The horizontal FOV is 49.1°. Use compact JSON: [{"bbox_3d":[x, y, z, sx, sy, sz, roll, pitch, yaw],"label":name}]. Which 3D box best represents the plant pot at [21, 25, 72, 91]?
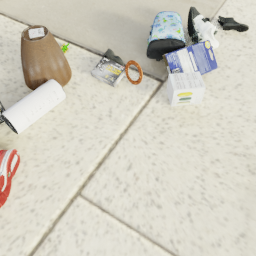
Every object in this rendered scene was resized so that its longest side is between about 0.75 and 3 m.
[{"bbox_3d":[-3.568,-3.011,11.676,2.106,2.254,2.106,0,53,0],"label":"plant pot"}]

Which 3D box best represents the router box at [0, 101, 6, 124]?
[{"bbox_3d":[-5.543,-0.762,9.958,1.849,2.352,0.614,-32,60,-21],"label":"router box"}]

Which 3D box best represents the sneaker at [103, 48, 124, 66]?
[{"bbox_3d":[-0.665,-3.126,12.934,0.557,0.466,1.228,-44,66,-6],"label":"sneaker"}]

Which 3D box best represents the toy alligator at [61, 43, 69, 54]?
[{"bbox_3d":[-3.167,-3.693,13.407,0.302,0.330,1.113,-11,41,46],"label":"toy alligator"}]

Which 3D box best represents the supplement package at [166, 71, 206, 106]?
[{"bbox_3d":[2.325,-1.585,11.420,1.276,0.969,0.961,-6,54,-4],"label":"supplement package"}]

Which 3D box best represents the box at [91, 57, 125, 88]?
[{"bbox_3d":[-0.844,-2.482,12.373,1.286,0.311,1.018,30,70,19],"label":"box"}]

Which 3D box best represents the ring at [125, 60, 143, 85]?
[{"bbox_3d":[0.178,-1.896,9.639,0.083,0.867,0.867,-25,56,-35],"label":"ring"}]

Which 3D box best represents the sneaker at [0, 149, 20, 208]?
[{"bbox_3d":[-4.639,1.748,9.161,1.437,0.975,2.488,0,41,10],"label":"sneaker"}]

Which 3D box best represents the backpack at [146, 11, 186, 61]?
[{"bbox_3d":[1.846,-4.408,13.239,1.863,1.756,2.283,2,40,13],"label":"backpack"}]

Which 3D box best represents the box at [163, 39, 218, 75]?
[{"bbox_3d":[2.766,-2.873,12.264,2.308,0.374,1.398,-22,98,-15],"label":"box"}]

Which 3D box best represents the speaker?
[{"bbox_3d":[-3.628,-0.846,10.875,0.990,0.990,2.438,34,61,22],"label":"speaker"}]

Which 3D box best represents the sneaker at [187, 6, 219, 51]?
[{"bbox_3d":[3.717,-4.881,13.851,1.258,1.053,2.843,-6,64,-4],"label":"sneaker"}]

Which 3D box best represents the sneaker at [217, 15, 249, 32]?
[{"bbox_3d":[5.458,-5.444,14.557,1.566,0.470,0.817,6,59,9],"label":"sneaker"}]
